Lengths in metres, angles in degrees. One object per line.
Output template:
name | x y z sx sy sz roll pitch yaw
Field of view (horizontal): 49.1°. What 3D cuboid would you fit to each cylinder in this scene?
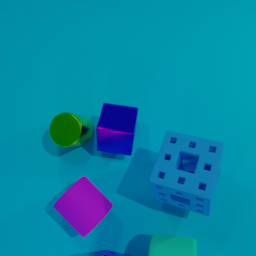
cylinder | -1.039 1.826 6.575 1.003 1.003 1.003 44 79 5
cylinder | 1.009 2.906 6.224 0.956 0.956 0.956 0 75 18
cylinder | -1.448 0.054 7.208 0.853 0.853 0.853 0 88 12

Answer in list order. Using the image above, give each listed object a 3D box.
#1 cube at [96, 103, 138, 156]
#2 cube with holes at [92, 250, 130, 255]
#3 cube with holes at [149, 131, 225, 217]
cube | -0.270 0.034 7.139 0.909 0.909 0.909 8 49 2
cube with holes | -0.246 3.479 6.056 1.191 1.191 1.191 5 77 20
cube with holes | 1.387 1.053 6.461 1.294 1.294 1.294 13 62 22
